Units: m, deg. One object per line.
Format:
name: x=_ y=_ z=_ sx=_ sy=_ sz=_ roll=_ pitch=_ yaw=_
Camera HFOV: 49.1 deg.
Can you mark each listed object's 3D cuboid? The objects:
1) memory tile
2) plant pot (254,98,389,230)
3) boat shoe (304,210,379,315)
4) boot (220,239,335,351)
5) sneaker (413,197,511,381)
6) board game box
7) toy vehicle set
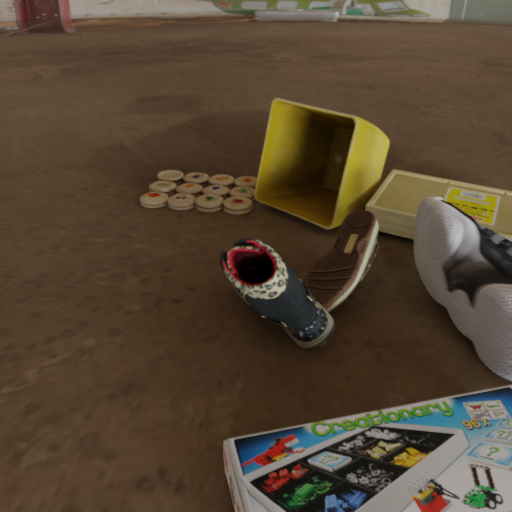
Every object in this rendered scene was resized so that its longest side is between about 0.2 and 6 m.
memory tile: x=-1.200 y=-1.465 z=12.533 sx=2.488 sy=0.209 sz=1.907 roll=5 pitch=29 yaw=9
plant pot: x=1.530 y=-1.921 z=11.600 sx=1.892 sy=2.145 sz=2.145 roll=-8 pitch=26 yaw=-45
boat shoe: x=1.444 y=0.251 z=8.905 sx=0.782 sy=0.783 sz=2.117 roll=16 pitch=56 yaw=35
boot: x=0.014 y=0.229 z=7.856 sx=0.823 sy=1.721 sz=2.279 roll=-46 pitch=46 yaw=-4
sneaker: x=3.780 y=0.287 z=8.210 sx=2.044 sy=1.355 sz=3.591 roll=-4 pitch=37 yaw=-10
board game box: x=1.543 y=2.369 z=5.245 sx=3.371 sy=0.583 sz=2.128 roll=-7 pitch=30 yaw=-12
toy vehicle set: x=4.117 y=-0.795 z=10.902 sx=3.590 sy=0.476 sz=2.230 roll=16 pitch=33 yaw=22
